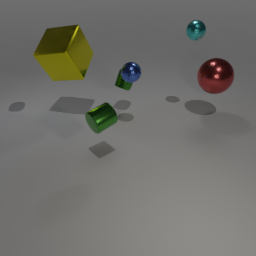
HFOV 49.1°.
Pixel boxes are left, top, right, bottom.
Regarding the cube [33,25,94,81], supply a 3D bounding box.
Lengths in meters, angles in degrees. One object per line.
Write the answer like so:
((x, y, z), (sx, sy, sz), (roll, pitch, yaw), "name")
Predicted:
((-2.307, -2.712, 10.272), (1.400, 1.400, 1.400), (2, 59, 22), "cube")

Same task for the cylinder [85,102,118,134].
((-0.774, -0.293, 8.167), (0.700, 0.700, 0.700), (-32, 42, -24), "cylinder")

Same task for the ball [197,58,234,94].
((3.433, -2.036, 10.999), (1.400, 1.400, 1.400), (0, 30, 0), "ball")

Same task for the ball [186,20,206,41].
((2.443, -3.505, 10.062), (0.700, 0.700, 0.700), (0, 30, 0), "ball")

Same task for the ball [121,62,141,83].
((0.107, -1.900, 9.562), (0.700, 0.700, 0.700), (0, 30, 0), "ball")

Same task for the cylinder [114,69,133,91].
((-0.120, -1.970, 11.479), (0.700, 0.700, 0.700), (19, 13, -5), "cylinder")
